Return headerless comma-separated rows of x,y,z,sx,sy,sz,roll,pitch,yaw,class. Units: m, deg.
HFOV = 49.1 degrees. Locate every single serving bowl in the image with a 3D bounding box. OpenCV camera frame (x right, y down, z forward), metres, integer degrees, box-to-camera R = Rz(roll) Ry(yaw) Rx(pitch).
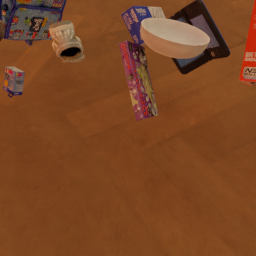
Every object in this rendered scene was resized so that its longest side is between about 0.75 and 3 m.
0.824,-1.616,5.195,1.284,0.422,1.284,9,38,-7,serving bowl

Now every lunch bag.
-3.004,-3.794,8.743,1.163,2.473,1.862,38,35,21,lunch bag

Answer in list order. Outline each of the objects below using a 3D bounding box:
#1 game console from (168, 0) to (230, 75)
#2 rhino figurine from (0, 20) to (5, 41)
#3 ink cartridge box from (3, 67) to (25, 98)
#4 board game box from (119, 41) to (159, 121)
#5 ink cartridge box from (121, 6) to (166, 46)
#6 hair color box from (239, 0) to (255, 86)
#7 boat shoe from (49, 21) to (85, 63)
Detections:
1.492,-2.064,6.629,0.856,1.446,1.234,-37,15,-3,game console
-3.487,-2.107,5.954,1.234,0.844,2.822,-18,19,-2,rhino figurine
-3.136,-1.229,7.676,0.539,0.789,0.301,28,25,32,ink cartridge box
0.243,-0.935,5.639,0.243,1.503,0.902,-11,4,30,board game box
0.612,-2.866,7.850,0.442,0.940,1.999,-22,9,33,ink cartridge box
2.984,-1.898,6.047,0.616,1.927,1.068,12,8,33,hair color box
-0.878,-1.168,4.154,0.441,1.197,0.384,-17,88,-8,boat shoe
